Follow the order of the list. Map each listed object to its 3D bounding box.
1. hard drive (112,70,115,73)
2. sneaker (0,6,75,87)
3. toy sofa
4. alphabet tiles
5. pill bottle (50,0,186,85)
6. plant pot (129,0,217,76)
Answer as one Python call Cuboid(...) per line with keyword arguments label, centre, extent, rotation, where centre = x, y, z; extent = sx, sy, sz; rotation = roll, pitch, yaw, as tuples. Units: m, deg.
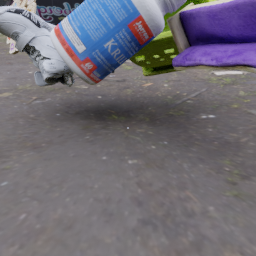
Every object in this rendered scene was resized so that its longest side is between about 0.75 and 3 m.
Cuboid(label="hard drive", centre=(-1.624, -2.178, 9.131), extent=(2.416, 0.457, 1.688), rotation=(6, 16, -4))
Cuboid(label="sneaker", centre=(-2.377, -2.009, 7.223), extent=(2.541, 1.460, 0.955), rotation=(18, -29, -31))
Cuboid(label="toy sofa", centre=(2.001, -2.002, 5.849), extent=(1.331, 1.130, 2.728), rotation=(-41, 31, -19))
Cuboid(label="alphabet tiles", centre=(-3.663, -3.729, 9.469), extent=(0.171, 2.339, 2.288), rotation=(4, 0, -42))
Cuboid(label="pill bottle", centre=(-0.198, -2.432, 6.373), extent=(2.877, 1.615, 1.615), rotation=(-36, 20, 12))
Cuboid(label="plant pot", centre=(1.343, -3.363, 9.062), extent=(2.852, 2.866, 2.601), rotation=(-9, -20, 16))
